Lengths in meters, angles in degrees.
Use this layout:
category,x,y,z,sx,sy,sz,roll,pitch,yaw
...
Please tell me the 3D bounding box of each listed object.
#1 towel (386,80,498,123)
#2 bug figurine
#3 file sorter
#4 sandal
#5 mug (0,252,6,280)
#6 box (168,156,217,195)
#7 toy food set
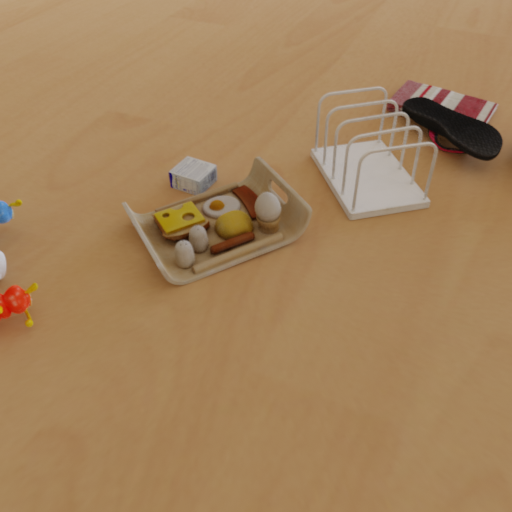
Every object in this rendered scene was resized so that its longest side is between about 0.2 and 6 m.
category,x,y,z,sx,sy,sz,roll,pitch,yaw
towel,3.913,-3.154,11.805,2.022,0.230,1.456,23,45,21
bug figurine,-4.158,0.216,7.698,2.142,0.711,2.762,-21,49,-12
file sorter,1.947,-1.800,9.517,1.422,1.276,2.049,-10,44,-10
sandal,3.715,-2.362,10.710,0.919,0.551,2.446,-17,41,-19
mug,-3.862,0.197,7.732,0.743,0.626,0.847,-3,29,-42
box,-1.096,-1.387,9.749,0.634,0.333,0.583,20,46,21
toy food set,-0.635,-0.685,8.625,2.477,0.748,1.778,-21,46,-20
